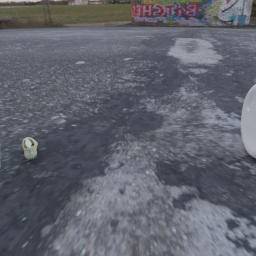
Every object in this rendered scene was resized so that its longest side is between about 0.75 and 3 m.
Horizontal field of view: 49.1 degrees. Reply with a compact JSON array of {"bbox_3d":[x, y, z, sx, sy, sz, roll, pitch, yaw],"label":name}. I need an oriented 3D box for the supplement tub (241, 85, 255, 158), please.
[{"bbox_3d":[4.309,-0.143,6.696,2.618,1.890,1.890,1,24,2],"label":"supplement tub"}]

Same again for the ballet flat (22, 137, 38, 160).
[{"bbox_3d":[-2.479,0.427,7.048,0.383,0.383,1.101,-10,21,-21],"label":"ballet flat"}]
